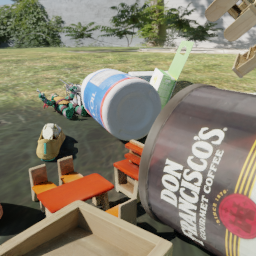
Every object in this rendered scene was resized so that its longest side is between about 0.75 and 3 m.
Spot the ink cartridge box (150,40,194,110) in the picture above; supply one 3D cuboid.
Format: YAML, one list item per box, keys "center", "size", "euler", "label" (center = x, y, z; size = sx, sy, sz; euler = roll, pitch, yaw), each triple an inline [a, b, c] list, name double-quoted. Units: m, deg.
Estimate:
- center: [1.355, -1.912, 9.941]
  size: [0.617, 2.572, 1.872]
  euler: [17, 18, -8]
  label: "ink cartridge box"

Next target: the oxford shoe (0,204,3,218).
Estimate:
- center: [-3.375, 0.872, 4.276]
  size: [2.912, 1.075, 1.031]
  euler: [1, 20, 3]
  label: "oxford shoe"

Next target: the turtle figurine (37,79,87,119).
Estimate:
- center: [-2.270, -0.950, 9.700]
  size: [1.366, 0.918, 1.824]
  euler: [-32, 50, -31]
  label: "turtle figurine"

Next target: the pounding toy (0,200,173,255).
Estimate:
- center: [-0.587, 1.508, 2.362]
  size: [1.350, 1.043, 1.467]
  euler: [14, 20, 32]
  label: "pounding toy"

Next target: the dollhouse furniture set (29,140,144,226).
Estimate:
- center: [-0.481, 0.884, 4.447]
  size: [1.810, 0.943, 1.830]
  euler: [-15, 25, -37]
  label: "dollhouse furniture set"

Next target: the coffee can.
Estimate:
- center: [1.843, 0.735, 3.122]
  size: [2.088, 2.088, 2.853]
  euler: [-17, 26, -40]
  label: "coffee can"

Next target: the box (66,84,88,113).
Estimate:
- center: [-1.193, -1.279, 11.025]
  size: [2.012, 0.614, 2.540]
  euler: [-8, 22, -21]
  label: "box"

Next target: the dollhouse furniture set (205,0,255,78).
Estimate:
- center: [2.519, -2.311, 6.389]
  size: [1.247, 1.877, 1.645]
  euler: [-39, 12, 46]
  label: "dollhouse furniture set"

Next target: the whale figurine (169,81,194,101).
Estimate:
- center: [2.149, -0.976, 10.147]
  size: [1.360, 0.887, 1.709]
  euler: [-24, 49, -17]
  label: "whale figurine"

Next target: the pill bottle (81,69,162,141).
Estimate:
- center: [-0.417, -0.848, 8.284]
  size: [1.662, 1.662, 2.962]
  euler: [-8, 20, -22]
  label: "pill bottle"

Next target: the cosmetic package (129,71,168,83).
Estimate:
- center: [1.145, -2.221, 13.363]
  size: [2.123, 0.861, 1.198]
  euler: [-2, 20, -8]
  label: "cosmetic package"

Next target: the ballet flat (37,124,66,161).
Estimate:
- center: [-1.884, 0.193, 6.952]
  size: [0.629, 0.578, 1.833]
  euler: [-4, 20, -10]
  label: "ballet flat"
